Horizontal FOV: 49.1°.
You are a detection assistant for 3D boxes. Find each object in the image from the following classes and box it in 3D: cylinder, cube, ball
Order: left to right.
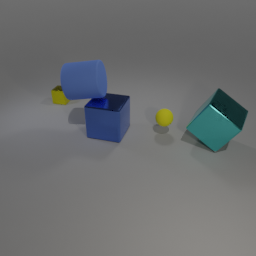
[{"bbox_3d":[-3.247,-1.611,13.684,0.700,0.700,0.700,7,32,12],"label":"cube"},{"bbox_3d":[-1.632,-1.804,10.601,1.400,1.400,1.400,-3,30,11],"label":"cylinder"},{"bbox_3d":[-0.771,-0.453,11.055,1.400,1.400,1.400,9,32,14],"label":"cube"},{"bbox_3d":[1.420,-0.405,10.937,0.700,0.700,0.700,0,31,0],"label":"ball"},{"bbox_3d":[3.237,-0.294,10.167,1.400,1.400,1.400,40,43,3],"label":"cube"}]
